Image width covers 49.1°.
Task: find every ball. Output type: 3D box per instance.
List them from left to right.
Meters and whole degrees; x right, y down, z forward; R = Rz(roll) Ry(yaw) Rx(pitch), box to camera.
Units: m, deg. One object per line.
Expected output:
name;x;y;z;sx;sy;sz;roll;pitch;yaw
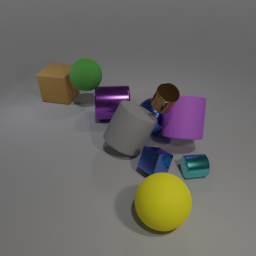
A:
ball;-1.808;-2.289;12.069;1.400;1.400;1.400;0;32;0
ball;1.009;-0.467;10.690;1.400;1.400;1.400;0;32;0
ball;0.864;1.819;6.956;1.400;1.400;1.400;0;32;0

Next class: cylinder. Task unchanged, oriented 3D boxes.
cylinder;-0.629;-1.034;11.613;1.400;1.400;1.400;-2;32;-2
cylinder;0.071;-0.006;9.542;1.400;1.400;1.400;26;18;-9
cylinder;1.118;-0.896;8.471;0.700;0.700;0.700;5;65;-10
cylinder;1.887;-0.380;9.535;1.400;1.400;1.400;4;6;0
cylinder;2.073;1.178;8.692;0.700;0.700;0.700;-4;32;-8

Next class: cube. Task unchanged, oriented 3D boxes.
cube;-3.250;-2.119;13.281;1.400;1.400;1.400;8;37;12
cube;0.842;1.014;8.656;0.700;0.700;0.700;9;12;-44
